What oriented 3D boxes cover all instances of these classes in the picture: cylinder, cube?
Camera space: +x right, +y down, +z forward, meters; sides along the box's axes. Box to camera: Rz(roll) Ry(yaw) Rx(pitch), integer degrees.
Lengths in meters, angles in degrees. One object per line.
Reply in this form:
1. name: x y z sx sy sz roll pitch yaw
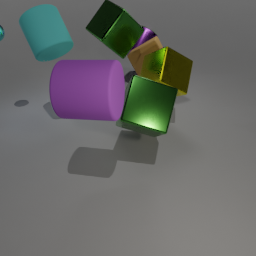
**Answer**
1. cylinder: -0.902 -0.890 6.607 1.400 1.400 1.400 3 32 12
2. cylinder: -2.796 -3.233 9.641 1.400 1.400 1.400 -25 0 0
3. cube: 0.526 -0.608 8.614 1.400 1.400 1.400 16 -8 -6
4. cube: 0.984 -3.111 12.683 1.400 1.400 1.400 -25 18 19
5. cube: -0.512 -3.856 10.969 1.400 1.400 1.400 27 15 -49
6. cylinder: 0.675 -4.329 14.590 1.400 1.400 1.400 27 -1 1
7. cube: 1.435 -2.074 10.829 1.400 1.400 1.400 19 -12 -31

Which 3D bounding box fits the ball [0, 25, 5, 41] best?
1. ball: -4.858 -3.473 10.167 0.700 0.700 0.700 0 32 0
